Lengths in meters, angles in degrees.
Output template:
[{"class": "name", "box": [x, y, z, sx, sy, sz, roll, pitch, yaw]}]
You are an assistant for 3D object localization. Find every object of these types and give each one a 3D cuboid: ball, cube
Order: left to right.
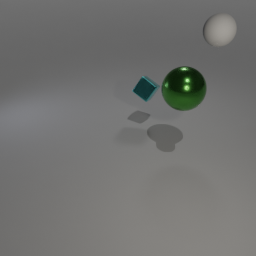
[{"class": "cube", "box": [0.704, -1.511, 10.744, 0.700, 0.700, 0.700, 38, 20, 6]}, {"class": "ball", "box": [1.760, -1.234, 8.837, 1.400, 1.400, 1.400, 0, 29, 0]}, {"class": "ball", "box": [1.985, -2.127, 6.084, 0.700, 0.700, 0.700, 0, 29, 0]}]
